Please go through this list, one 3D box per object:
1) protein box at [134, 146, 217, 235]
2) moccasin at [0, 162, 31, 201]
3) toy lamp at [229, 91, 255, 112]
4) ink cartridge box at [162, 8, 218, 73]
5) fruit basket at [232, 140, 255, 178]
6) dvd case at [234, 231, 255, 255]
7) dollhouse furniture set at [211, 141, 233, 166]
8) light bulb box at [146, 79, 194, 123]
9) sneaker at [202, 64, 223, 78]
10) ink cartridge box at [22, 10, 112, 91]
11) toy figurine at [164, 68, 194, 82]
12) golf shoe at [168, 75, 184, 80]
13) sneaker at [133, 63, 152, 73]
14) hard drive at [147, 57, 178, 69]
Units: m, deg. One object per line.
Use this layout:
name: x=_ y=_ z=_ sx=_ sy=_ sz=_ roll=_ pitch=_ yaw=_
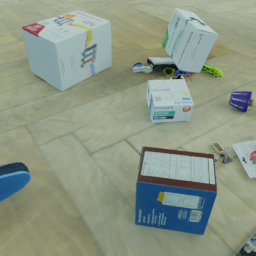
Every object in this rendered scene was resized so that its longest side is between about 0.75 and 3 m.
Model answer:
protein box: x=0.976 y=1.361 z=6.081 sx=1.538 sy=1.527 sz=1.038 roll=6 pitch=40 yaw=8
moccasin: x=-3.801 y=1.309 z=6.384 sx=2.936 sy=1.181 sz=1.001 roll=-18 pitch=53 yaw=-22
toy lamp: x=4.699 y=-0.702 z=9.236 sx=2.598 sy=0.756 sz=0.756 roll=15 pitch=42 yaw=18
ink cartridge box: x=2.247 y=-3.324 z=10.640 sx=0.912 sy=1.610 sz=2.196 roll=4 pitch=40 yaw=-20
fruit basket: x=3.756 y=0.789 z=7.647 sx=1.391 sy=0.652 sz=1.288 roll=-16 pitch=39 yaw=5
dvd case: x=2.786 y=2.727 z=5.525 sx=1.604 sy=0.141 sz=1.144 roll=-28 pitch=48 yaw=-30
dollhouse furniture set: x=2.510 y=0.559 z=7.832 sx=0.615 sy=0.551 sz=0.777 roll=-12 pitch=41 yaw=-14
light bulb box: x=1.343 y=-0.903 z=9.267 sx=1.285 sy=0.809 sz=1.296 roll=-3 pitch=48 yaw=-5
sneaker: x=3.544 y=-2.435 z=11.602 sx=0.440 sy=0.390 sz=1.053 roll=-29 pitch=47 yaw=-25
ink cartridge box: x=-2.288 y=-3.196 z=11.201 sx=2.030 sy=2.020 sz=2.793 roll=30 pitch=48 yaw=29
toy figurine: x=2.056 y=-2.153 z=11.358 sx=1.160 sy=0.612 sz=0.695 roll=-1 pitch=8 yaw=11
golf shoe: x=1.442 y=-1.507 z=10.172 sx=1.352 sy=0.639 sz=0.526 roll=-26 pitch=43 yaw=-9
sneaker: x=0.617 y=-2.571 z=11.825 sx=0.817 sy=0.314 sz=0.455 roll=-2 pitch=48 yaw=8
hard drive: x=1.609 y=-2.762 z=11.896 sx=1.399 sy=0.265 sz=0.977 roll=-2 pitch=30 yaw=-13
